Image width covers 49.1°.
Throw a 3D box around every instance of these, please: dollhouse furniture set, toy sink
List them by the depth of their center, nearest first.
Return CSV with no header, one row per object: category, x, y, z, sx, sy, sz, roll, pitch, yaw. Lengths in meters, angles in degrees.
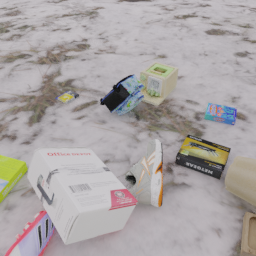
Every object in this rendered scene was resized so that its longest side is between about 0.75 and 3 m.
dollhouse furniture set,4.110,2.633,7.428,1.711,1.394,1.627,14,42,16
toy sink,1.362,-2.220,13.489,1.357,1.166,2.082,23,45,25

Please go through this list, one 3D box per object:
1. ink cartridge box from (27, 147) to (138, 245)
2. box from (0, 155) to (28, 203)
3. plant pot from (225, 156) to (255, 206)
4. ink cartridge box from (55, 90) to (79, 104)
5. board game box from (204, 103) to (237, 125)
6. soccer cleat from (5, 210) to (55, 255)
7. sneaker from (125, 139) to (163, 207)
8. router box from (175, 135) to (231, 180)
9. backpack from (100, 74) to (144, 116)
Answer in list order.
ink cartridge box,-1.400,1.731,8.050,1.999,1.164,2.745,4,29,-43
box,-4.373,1.774,9.196,1.198,0.468,1.965,12,41,15
plant pot,3.969,1.663,8.554,1.641,1.793,1.793,19,42,38
ink cartridge box,-2.926,-1.522,13.428,0.837,0.197,0.827,26,46,26
board game box,4.061,-0.630,12.259,1.273,0.286,0.968,13,41,15
soccer cleat,-2.549,3.172,7.362,1.056,0.921,2.761,45,39,-3
sneaker,0.543,1.344,9.360,1.245,1.025,2.707,0,38,7
router box,2.720,1.004,10.151,1.664,0.435,1.309,18,43,21
backpack,-0.075,-1.426,12.231,1.258,1.567,1.712,49,45,-4
